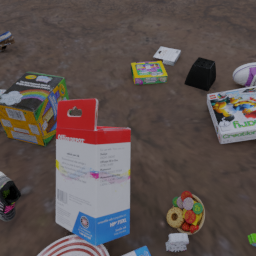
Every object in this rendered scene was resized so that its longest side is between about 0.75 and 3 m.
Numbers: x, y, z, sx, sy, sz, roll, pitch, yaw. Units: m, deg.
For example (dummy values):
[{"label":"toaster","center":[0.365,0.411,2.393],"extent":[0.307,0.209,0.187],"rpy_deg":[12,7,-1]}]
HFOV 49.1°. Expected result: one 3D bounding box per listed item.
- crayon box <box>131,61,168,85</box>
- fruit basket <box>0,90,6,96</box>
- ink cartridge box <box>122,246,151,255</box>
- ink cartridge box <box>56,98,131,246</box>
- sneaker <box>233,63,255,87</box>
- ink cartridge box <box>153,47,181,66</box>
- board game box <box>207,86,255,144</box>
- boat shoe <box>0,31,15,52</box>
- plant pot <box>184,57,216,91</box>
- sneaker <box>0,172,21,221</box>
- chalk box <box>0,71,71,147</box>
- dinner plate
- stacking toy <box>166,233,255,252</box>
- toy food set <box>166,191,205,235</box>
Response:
[{"label":"crayon box","center":[0.726,-1.950,9.887],"extent":[1.140,0.332,0.984],"rpy_deg":[-5,45,-5]},{"label":"fruit basket","center":[-4.724,-0.345,7.931],"extent":[1.985,1.004,2.143],"rpy_deg":[3,59,4]},{"label":"ink cartridge box","center":[-0.019,2.686,4.832],"extent":[1.107,0.475,0.810],"rpy_deg":[-17,45,-15]},{"label":"ink cartridge box","center":[-0.686,0.697,5.252],"extent":[0.815,2.423,1.408],"rpy_deg":[-1,3,-42]},{"label":"sneaker","center":[4.598,-1.337,8.878],"extent":[2.395,0.868,1.365],"rpy_deg":[8,47,9]},{"label":"ink cartridge box","center":[1.518,-2.806,10.896],"extent":[0.835,0.210,0.962],"rpy_deg":[16,46,17]},{"label":"board game box","center":[3.738,-0.496,7.810],"extent":[2.691,0.466,1.699],"rpy_deg":[-10,44,8]},{"label":"boat shoe","center":[-5.144,-3.342,11.186],"extent":[1.460,0.528,0.527],"rpy_deg":[-10,39,28]},{"label":"plant pot","center":[2.511,-1.882,9.506],"extent":[0.859,0.764,0.861],"rpy_deg":[22,48,22]},{"label":"sneaker","center":[-2.352,1.421,5.463],"extent":[0.503,1.150,0.424],"rpy_deg":[18,29,27]},{"label":"chalk box","center":[-2.471,-0.706,7.895],"extent":[1.275,1.266,2.043],"rpy_deg":[12,44,14]},{"label":"dinner plate","center":[-1.093,2.708,4.588],"extent":[1.977,0.240,1.977],"rpy_deg":[-21,36,16]},{"label":"stacking toy","center":[1.747,2.710,4.855],"extent":[2.154,0.506,1.624],"rpy_deg":[0,45,-3]},{"label":"toy food set","center":[1.187,1.722,5.687],"extent":[0.201,0.819,0.827],"rpy_deg":[22,-1,-38]}]
